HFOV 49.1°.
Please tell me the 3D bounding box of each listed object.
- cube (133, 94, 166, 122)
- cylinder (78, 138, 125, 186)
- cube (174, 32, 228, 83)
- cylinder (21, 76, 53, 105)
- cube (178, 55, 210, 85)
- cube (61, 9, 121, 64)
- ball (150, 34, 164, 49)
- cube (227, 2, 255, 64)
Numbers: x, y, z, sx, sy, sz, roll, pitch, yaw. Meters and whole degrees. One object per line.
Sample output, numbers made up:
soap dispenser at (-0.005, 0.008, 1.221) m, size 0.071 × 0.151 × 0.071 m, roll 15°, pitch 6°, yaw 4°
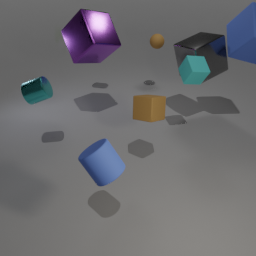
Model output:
cube at (0.623, -0.591, 8.210) m, size 0.700 × 0.700 × 0.700 m, roll 11°, pitch 16°, yaw 39°
cylinder at (-0.524, 0.688, 5.644) m, size 0.700 × 0.700 × 0.700 m, roll -32°, pitch 14°, yaw 9°
cube at (2.844, -2.774, 10.940) m, size 1.400 × 1.400 × 1.400 m, roll -27°, pitch 32°, yaw -14°
cylinder at (-2.798, -1.156, 8.644) m, size 0.700 × 0.700 × 0.700 m, roll -18°, pitch 29°, yaw 11°
cube at (2.258, -1.977, 9.609) m, size 0.700 × 0.700 × 0.700 m, roll -2°, pitch 62°, yaw -20°
cube at (-1.377, -3.370, 10.492) m, size 1.400 × 1.400 × 1.400 m, roll -16°, pitch -8°, yaw -47°
ball at (1.398, -4.169, 13.470) m, size 0.700 × 0.700 × 0.700 m, roll 0°, pitch 31°, yaw 0°
cube at (4.555, -3.319, 10.012) m, size 1.400 × 1.400 × 1.400 m, roll 9°, pitch -17°, yaw -18°
